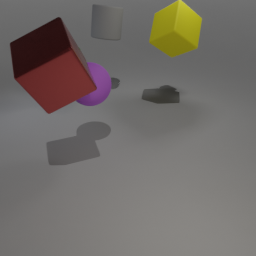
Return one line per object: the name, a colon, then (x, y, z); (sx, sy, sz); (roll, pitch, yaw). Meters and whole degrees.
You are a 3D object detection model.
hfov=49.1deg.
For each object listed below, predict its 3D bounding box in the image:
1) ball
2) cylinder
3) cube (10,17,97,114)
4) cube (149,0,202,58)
ball: (-1.238, -1.410, 9.059); (1.400, 1.400, 1.400); (0, 29, 0)
cylinder: (-0.964, -4.829, 12.808); (1.400, 1.400, 1.400); (6, 23, -2)
cube: (-1.795, -1.486, 6.789); (1.400, 1.400, 1.400); (-27, 53, 3)
cube: (1.904, -3.902, 11.214); (1.400, 1.400, 1.400); (22, -17, -35)
